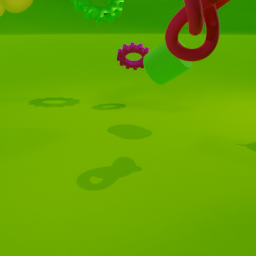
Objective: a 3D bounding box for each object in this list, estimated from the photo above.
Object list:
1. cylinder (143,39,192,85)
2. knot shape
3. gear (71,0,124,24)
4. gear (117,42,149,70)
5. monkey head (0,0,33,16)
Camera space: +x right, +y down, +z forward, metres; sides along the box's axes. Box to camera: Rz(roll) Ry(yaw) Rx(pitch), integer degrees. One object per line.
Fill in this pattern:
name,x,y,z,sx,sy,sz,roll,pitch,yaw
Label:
cylinder,1.106,-1.858,7.820,0.986,0.986,0.986,-28,1,37
knot shape,1.281,-1.961,5.133,0.747,1.513,1.617,35,34,31
gear,-1.120,-4.719,10.353,1.908,1.908,0.353,-8,-22,-21
gear,0.218,-2.647,10.421,1.250,1.250,0.231,1,62,2
monkey head,-2.229,-2.654,5.397,1.069,0.769,0.644,-24,48,21
